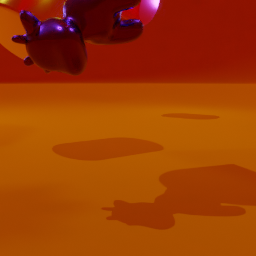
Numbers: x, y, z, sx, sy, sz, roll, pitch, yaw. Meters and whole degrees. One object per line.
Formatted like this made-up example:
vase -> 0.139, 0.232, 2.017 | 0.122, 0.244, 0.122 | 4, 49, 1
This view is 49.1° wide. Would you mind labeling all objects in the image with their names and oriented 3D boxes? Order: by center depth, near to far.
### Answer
cow figurine -> -0.460, -1.057, 2.690 | 1.184, 0.661, 1.204 | -13, 54, -2
cylinder -> -1.582, -2.054, 4.962 | 1.339, 1.339, 1.339 | 21, -23, 10
cylinder -> 0.172, -4.217, 9.209 | 1.292, 1.292, 1.292 | 30, 22, 22
